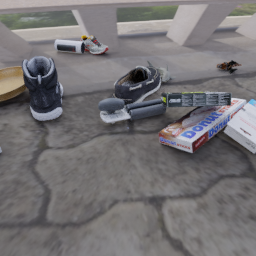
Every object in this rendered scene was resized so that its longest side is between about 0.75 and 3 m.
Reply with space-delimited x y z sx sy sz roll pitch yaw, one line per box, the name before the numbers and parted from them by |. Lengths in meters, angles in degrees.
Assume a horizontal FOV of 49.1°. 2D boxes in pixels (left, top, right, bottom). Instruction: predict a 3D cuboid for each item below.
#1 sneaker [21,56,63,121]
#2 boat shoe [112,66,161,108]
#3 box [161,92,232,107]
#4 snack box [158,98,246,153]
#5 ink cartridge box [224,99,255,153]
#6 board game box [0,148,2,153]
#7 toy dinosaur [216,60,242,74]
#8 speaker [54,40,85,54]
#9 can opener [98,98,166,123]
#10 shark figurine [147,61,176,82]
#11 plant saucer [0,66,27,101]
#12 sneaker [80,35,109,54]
sneaker | -2.709 -1.606 9.028 1.105 1.666 2.927 -9 35 -13
boat shoe | 0.372 -1.660 9.790 1.095 0.894 2.963 19 39 25
box | 1.814 -0.816 7.829 1.654 0.393 1.598 -1 6 3
snack box | 2.213 -0.220 8.028 1.068 0.361 2.971 18 37 42
ink cartridge box | 3.280 -0.011 7.482 0.984 0.575 1.696 39 48 22
board game box | -3.942 0.653 7.037 0.794 0.202 1.182 25 42 32
toy dinosaur | 4.208 -2.606 11.598 1.004 0.513 0.682 -25 20 1
speaker | -2.754 -3.869 13.316 1.375 0.558 0.558 9 35 12
can opener | 0.168 -0.573 8.451 2.126 0.707 0.560 -9 44 -21
shark figurine | 1.376 -2.323 11.078 0.832 0.581 1.393 -15 39 -22
plant saucer | -4.371 -1.477 9.762 2.308 0.409 2.308 -6 36 5
sneaker | -1.667 -3.979 13.338 1.731 0.711 0.674 23 41 29
